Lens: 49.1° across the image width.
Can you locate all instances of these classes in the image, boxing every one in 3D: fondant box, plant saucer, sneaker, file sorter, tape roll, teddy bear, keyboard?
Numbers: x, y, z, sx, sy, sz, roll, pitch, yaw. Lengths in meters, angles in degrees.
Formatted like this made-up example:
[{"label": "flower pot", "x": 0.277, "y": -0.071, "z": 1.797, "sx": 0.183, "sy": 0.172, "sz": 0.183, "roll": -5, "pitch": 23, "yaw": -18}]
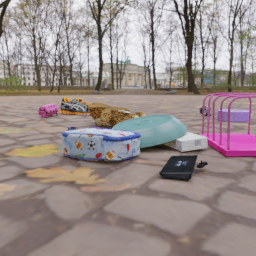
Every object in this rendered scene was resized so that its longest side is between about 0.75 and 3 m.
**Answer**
[{"label": "fondant box", "x": 1.587, "y": 0.367, "z": 7.756, "sx": 0.764, "sy": 0.308, "sz": 1.059, "roll": -7, "pitch": 8, "yaw": -16}, {"label": "plant saucer", "x": 0.483, "y": 0.016, "z": 8.345, "sx": 2.487, "sy": 0.447, "sz": 2.487, "roll": -10, "pitch": 12, "yaw": 2}, {"label": "sneaker", "x": -2.898, "y": -1.301, "z": 16.754, "sx": 2.600, "sy": 1.004, "sz": 1.018, "roll": 3, "pitch": 7, "yaw": 12}, {"label": "file sorter", "x": 3.159, "y": -0.218, "z": 7.826, "sx": 1.671, "sy": 1.508, "sz": 2.404, "roll": -1, "pitch": 9, "yaw": -1}, {"label": "tape roll", "x": 5.285, "y": -0.638, "z": 14.021, "sx": 1.517, "sy": 0.498, "sz": 1.517, "roll": 1, "pitch": 9, "yaw": 0}, {"label": "teddy bear", "x": -0.412, "y": -0.366, "z": 11.643, "sx": 2.707, "sy": 0.904, "sz": 1.963, "roll": 8, "pitch": 17, "yaw": 5}, {"label": "keyboard", "x": 1.186, "y": 0.786, "z": 5.708, "sx": 0.847, "sy": 0.181, "sz": 1.410, "roll": -4, "pitch": 8, "yaw": 19}]

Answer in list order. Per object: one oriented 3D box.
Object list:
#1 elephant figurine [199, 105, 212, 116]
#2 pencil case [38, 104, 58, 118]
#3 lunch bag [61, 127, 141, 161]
[{"label": "elephant figurine", "x": 4.491, "y": -0.899, "z": 15.887, "sx": 0.638, "sy": 0.699, "sz": 0.901, "roll": 43, "pitch": 3, "yaw": -24}, {"label": "pencil case", "x": -4.416, "y": -0.932, "z": 15.537, "sx": 0.684, "sy": 0.706, "sz": 1.506, "roll": 46, "pitch": 13, "yaw": 1}, {"label": "lunch bag", "x": -0.665, "y": 0.347, "z": 6.932, "sx": 1.831, "sy": 0.692, "sz": 1.467, "roll": 7, "pitch": 9, "yaw": 32}]
